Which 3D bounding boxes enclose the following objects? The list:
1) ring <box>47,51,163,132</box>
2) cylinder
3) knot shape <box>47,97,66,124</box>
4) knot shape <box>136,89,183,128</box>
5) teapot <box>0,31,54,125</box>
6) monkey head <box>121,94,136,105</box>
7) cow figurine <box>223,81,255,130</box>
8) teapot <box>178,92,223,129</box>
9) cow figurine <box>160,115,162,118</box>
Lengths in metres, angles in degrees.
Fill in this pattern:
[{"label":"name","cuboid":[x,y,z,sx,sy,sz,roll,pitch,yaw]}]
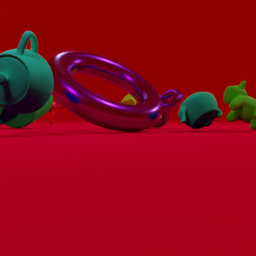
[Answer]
[{"label":"ring","cuboid":[-0.370,-0.679,4.786,2.096,0.419,2.096,20,31,-12]},{"label":"cylinder","cuboid":[-2.536,-0.651,6.832,1.070,1.070,1.070,0,18,8]},{"label":"knot shape","cuboid":[-2.239,-0.591,8.482,1.090,1.020,0.504,-26,-49,31]},{"label":"knot shape","cuboid":[0.559,-0.407,6.246,1.201,0.593,1.284,-8,-31,-51]},{"label":"teapot","cuboid":[-1.285,-0.496,3.188,0.762,1.226,0.600,24,8,8]},{"label":"monkey head","cuboid":[0.205,-0.635,9.527,0.892,1.065,1.481,-32,-13,-49]},{"label":"cow figurine","cuboid":[2.086,-0.417,4.938,0.916,0.503,0.902,26,46,31]},{"label":"teapot","cuboid":[1.187,-0.246,4.686,1.089,0.533,0.677,-6,-36,-34]},{"label":"cow figurine","cuboid":[0.347,-0.327,7.315,1.148,0.640,1.167,-10,7,-31]}]
